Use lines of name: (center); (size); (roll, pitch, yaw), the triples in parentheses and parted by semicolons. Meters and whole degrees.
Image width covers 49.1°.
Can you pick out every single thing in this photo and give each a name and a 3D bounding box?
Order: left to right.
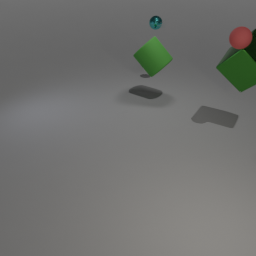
cylinder: (1.220, -3.466, 13.678); (1.400, 1.400, 1.400); (-40, 8, 7)
ball: (1.472, -5.576, 14.831); (0.700, 0.700, 0.700); (0, 29, 0)
ball: (3.652, -2.925, 9.093); (0.700, 0.700, 0.700); (0, 29, 0)
cube: (4.449, -2.461, 10.352); (1.400, 1.400, 1.400); (43, 62, -6)
